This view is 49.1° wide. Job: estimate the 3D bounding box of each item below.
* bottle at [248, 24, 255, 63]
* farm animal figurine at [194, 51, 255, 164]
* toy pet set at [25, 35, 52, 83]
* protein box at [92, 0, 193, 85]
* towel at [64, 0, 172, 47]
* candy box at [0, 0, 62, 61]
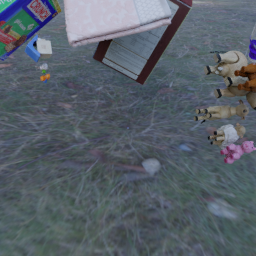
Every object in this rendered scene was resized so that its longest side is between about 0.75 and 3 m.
[{"bbox_3d":[4.030,-2.695,8.276,0.766,1.835,0.599,20,66,14],"label":"bottle"},{"bbox_3d":[1.938,-0.392,4.953,0.877,1.744,1.408,-7,31,-19],"label":"farm animal figurine"},{"bbox_3d":[-1.831,-1.411,5.587,0.456,0.858,0.801,-6,-6,-29],"label":"toy pet set"},{"bbox_3d":[0.486,-3.218,8.232,1.731,2.566,2.547,27,41,-8],"label":"protein box"},{"bbox_3d":[-0.329,-2.797,5.798,2.095,0.353,2.193,-12,65,2],"label":"towel"},{"bbox_3d":[-3.390,-3.401,8.230,2.648,1.020,2.239,-42,2,-2],"label":"candy box"}]
